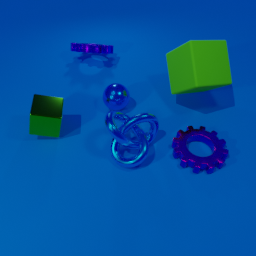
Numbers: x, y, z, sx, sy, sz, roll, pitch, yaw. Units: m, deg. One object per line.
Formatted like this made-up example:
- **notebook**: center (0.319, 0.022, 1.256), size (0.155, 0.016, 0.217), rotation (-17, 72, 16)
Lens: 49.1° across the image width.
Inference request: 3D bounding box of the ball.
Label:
- **ball**: center (-0.332, -0.880, 7.927), size (0.775, 0.775, 0.775), rotation (0, 47, 0)

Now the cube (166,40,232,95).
- **cube**: center (1.897, -1.619, 7.606), size (1.182, 1.182, 1.182), rotation (-8, 90, -24)

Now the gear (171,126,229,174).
- **gear**: center (1.771, 0.508, 6.951), size (1.340, 0.248, 1.340), rotation (1, 47, -1)

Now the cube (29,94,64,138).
- **cube**: center (-2.086, -0.307, 7.178), size (0.755, 0.755, 0.755), rotation (7, 46, -15)

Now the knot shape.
- **knot shape**: center (-0.004, 0.100, 6.780), size (1.369, 0.676, 1.463), rotation (42, 70, -8)

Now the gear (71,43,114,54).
- **gear**: center (-1.224, -2.722, 9.540), size (1.435, 0.265, 1.435), rotation (4, 17, -1)
